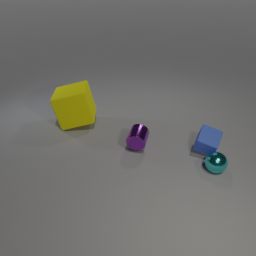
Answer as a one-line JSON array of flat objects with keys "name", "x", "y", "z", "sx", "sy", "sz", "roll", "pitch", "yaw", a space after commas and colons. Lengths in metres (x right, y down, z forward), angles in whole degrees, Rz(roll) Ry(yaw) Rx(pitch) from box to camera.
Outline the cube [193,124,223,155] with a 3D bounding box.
[{"name": "cube", "x": 2.701, "y": 0.425, "z": 9.504, "sx": 0.700, "sy": 0.700, "sz": 0.700, "roll": 23, "pitch": 63, "yaw": 10}]

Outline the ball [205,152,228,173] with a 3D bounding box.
[{"name": "ball", "x": 2.835, "y": 1.106, "z": 8.984, "sx": 0.700, "sy": 0.700, "sz": 0.700, "roll": 0, "pitch": 29, "yaw": 0}]

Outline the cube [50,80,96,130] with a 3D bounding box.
[{"name": "cube", "x": -2.211, "y": -0.957, "z": 11.632, "sx": 1.400, "sy": 1.400, "sz": 1.400, "roll": -13, "pitch": 30, "yaw": 5}]

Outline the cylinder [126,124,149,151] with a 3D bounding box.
[{"name": "cylinder", "x": 0.349, "y": 0.325, "z": 10.003, "sx": 0.700, "sy": 0.700, "sz": 0.700, "roll": 8, "pitch": 42, "yaw": 14}]
